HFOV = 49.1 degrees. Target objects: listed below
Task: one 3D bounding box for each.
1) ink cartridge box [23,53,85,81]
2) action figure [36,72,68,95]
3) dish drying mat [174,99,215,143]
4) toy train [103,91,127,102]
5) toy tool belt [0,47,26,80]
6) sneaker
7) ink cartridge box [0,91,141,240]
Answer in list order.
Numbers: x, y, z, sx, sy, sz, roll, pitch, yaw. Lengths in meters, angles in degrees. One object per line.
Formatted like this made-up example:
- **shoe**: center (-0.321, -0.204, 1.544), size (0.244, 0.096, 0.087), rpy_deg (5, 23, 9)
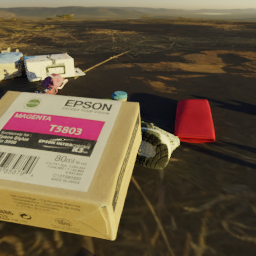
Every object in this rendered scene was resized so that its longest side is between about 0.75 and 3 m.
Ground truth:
- **ink cartridge box**: center (-3.629, -3.067, 13.840), size (2.698, 0.915, 1.565), rpy_deg (-11, 28, -22)
- **action figure**: center (-3.086, -1.630, 11.364), size (1.100, 0.989, 1.477), rpy_deg (30, 20, -31)
- **dish drying mat**: center (2.073, -0.293, 8.875), size (1.114, 0.264, 2.901), rpy_deg (4, 27, 10)
- **toy train**: center (-0.660, -0.361, 8.073), size (0.769, 1.051, 1.817), rpy_deg (20, 32, 37)
- **toy tool belt**: center (-5.737, -3.247, 13.536), size (1.517, 1.493, 2.430), rpy_deg (19, 31, 34)
- **sneaker**: center (0.110, 0.149, 7.325), size (2.799, 1.076, 1.240), rpy_deg (27, 25, 32)
- **ink cartridge box**: center (-1.393, 0.492, 5.185), size (2.942, 1.105, 2.424), rpy_deg (5, 43, 11)
